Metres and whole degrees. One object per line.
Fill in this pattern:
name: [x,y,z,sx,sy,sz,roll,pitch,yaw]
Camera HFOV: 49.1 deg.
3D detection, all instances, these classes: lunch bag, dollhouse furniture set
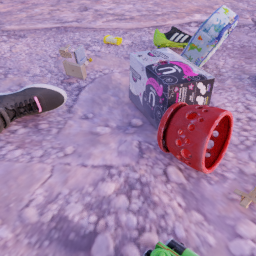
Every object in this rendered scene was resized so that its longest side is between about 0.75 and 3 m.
lunch bag: [2.997,-3.281,10.434,0.957,2.320,1.865,40,49,5]
dollhouse furniture set: [-1.747,-2.681,10.610,0.855,1.238,1.311,18,50,23]

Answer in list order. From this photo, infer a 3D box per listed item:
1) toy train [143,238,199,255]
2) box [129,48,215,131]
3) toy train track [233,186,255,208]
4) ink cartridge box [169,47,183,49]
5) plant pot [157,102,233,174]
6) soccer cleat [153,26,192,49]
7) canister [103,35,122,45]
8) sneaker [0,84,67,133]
toy train: [1.503,2.488,3.816,2.935,0.612,0.828,27,33,33]
box: [1.077,-1.138,8.056,1.405,1.619,2.450,-13,37,-19]
toy train track: [2.599,1.374,5.762,0.639,0.181,1.114,23,35,40]
ink cartridge box: [2.188,-4.176,13.604,1.084,0.255,1.072,11,39,11]
plant pot: [1.498,0.119,6.421,1.330,1.461,1.461,25,42,35]
soccer cleat: [2.352,-4.070,12.641,2.431,0.985,0.821,1,-3,-1]
canister: [-0.739,-4.304,13.729,0.776,0.336,0.576,17,38,20]
sneaker: [-3.083,-0.450,7.748,2.731,0.966,1.354,-6,37,0]
